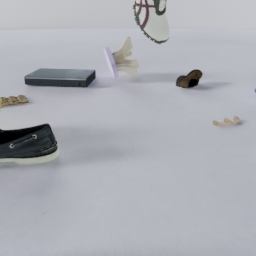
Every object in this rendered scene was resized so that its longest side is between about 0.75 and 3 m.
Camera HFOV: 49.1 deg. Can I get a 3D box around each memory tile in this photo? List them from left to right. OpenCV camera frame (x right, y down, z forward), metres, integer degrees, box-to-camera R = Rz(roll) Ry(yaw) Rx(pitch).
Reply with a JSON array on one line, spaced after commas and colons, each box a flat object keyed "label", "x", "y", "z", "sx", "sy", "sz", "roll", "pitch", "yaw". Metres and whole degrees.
[{"label": "memory tile", "x": -4.169, "y": -0.943, "z": 9.738, "sx": 1.267, "sy": 0.106, "sz": 0.971, "roll": -11, "pitch": 26, "yaw": -25}]

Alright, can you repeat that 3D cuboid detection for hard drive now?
[{"label": "hard drive", "x": -2.900, "y": -2.227, "z": 12.292, "sx": 2.641, "sy": 0.434, "sz": 1.843, "roll": 2, "pitch": 23, "yaw": 5}]

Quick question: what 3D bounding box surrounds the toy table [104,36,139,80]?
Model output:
[{"label": "toy table", "x": -0.303, "y": -3.111, "z": 12.786, "sx": 1.222, "sy": 1.918, "sz": 2.087, "roll": -17, "pitch": 51, "yaw": -3}]

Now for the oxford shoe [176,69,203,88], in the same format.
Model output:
[{"label": "oxford shoe", "x": 2.717, "y": -1.977, "z": 11.638, "sx": 0.696, "sy": 0.599, "sz": 1.648, "roll": 27, "pitch": 43, "yaw": 33}]

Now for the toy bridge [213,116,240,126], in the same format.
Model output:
[{"label": "toy bridge", "x": 2.849, "y": -0.178, "z": 7.947, "sx": 0.896, "sy": 0.122, "sz": 0.301, "roll": -11, "pitch": 28, "yaw": -24}]

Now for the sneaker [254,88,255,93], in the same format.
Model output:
[{"label": "sneaker", "x": 5.061, "y": -1.651, "z": 9.852, "sx": 0.919, "sy": 1.314, "sz": 2.275, "roll": 3, "pitch": 23, "yaw": 9}]

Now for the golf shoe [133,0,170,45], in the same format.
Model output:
[{"label": "golf shoe", "x": 0.672, "y": -3.545, "z": 7.711, "sx": 1.109, "sy": 2.518, "sz": 0.972, "roll": 1, "pitch": 36, "yaw": 48}]

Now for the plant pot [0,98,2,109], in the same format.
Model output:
[{"label": "plant pot", "x": -3.895, "y": -0.327, "z": 6.730, "sx": 1.478, "sy": 1.571, "sz": 1.571, "roll": 7, "pitch": 19, "yaw": -26}]

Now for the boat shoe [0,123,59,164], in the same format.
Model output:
[{"label": "boat shoe", "x": -2.826, "y": 0.280, "z": 5.942, "sx": 2.596, "sy": 0.861, "sz": 0.970, "roll": 0, "pitch": 23, "yaw": -1}]
